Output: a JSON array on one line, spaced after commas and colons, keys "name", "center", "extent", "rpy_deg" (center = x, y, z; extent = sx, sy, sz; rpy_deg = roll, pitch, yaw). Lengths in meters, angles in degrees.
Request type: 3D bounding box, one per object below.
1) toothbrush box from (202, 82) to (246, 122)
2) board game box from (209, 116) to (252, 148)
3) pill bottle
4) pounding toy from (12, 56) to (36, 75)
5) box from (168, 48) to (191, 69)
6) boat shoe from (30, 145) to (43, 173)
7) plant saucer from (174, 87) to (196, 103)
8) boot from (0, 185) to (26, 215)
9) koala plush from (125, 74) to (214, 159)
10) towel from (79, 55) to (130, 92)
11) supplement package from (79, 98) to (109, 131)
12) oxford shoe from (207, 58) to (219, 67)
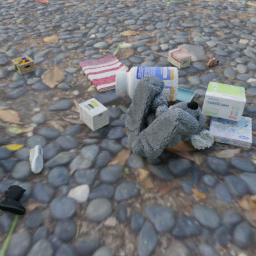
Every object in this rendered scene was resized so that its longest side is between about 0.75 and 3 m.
[{"name": "toothbrush box", "center": [4.005, -1.161, 11.695], "extent": [1.510, 0.893, 2.074], "rpy_deg": [13, 25, 15]}, {"name": "board game box", "center": [4.063, 0.022, 11.127], "extent": [1.565, 0.322, 1.561], "rpy_deg": [12, 42, 14]}, {"name": "pill bottle", "center": [0.820, -1.928, 12.224], "extent": [2.610, 1.463, 1.463], "rpy_deg": [2, 41, 6]}, {"name": "pounding toy", "center": [-5.557, -3.334, 14.686], "extent": [1.073, 0.763, 0.987], "rpy_deg": [-30, 49, -30]}, {"name": "box", "center": [2.813, -3.820, 15.360], "extent": [0.717, 0.611, 1.122], "rpy_deg": [-21, 45, -23]}, {"name": "boat shoe", "center": [-3.248, 1.137, 9.846], "extent": [0.386, 0.448, 1.244], "rpy_deg": [-26, 38, 10]}, {"name": "plant saucer", "center": [1.655, -1.749, 13.244], "extent": [2.912, 0.276, 1.018], "rpy_deg": [18, 44, 21]}, {"name": "boot", "center": [-3.415, 2.193, 8.607], "extent": [0.976, 0.361, 0.800], "rpy_deg": [8, 41, 15]}, {"name": "koala plush", "center": [1.647, -0.206, 10.250], "extent": [2.924, 2.687, 2.593], "rpy_deg": [-5, 47, -37]}, {"name": "towel", "center": [-1.091, -2.915, 14.545], "extent": [2.100, 0.332, 2.915], "rpy_deg": [-18, 44, -19]}, {"name": "supplement package", "center": [-1.402, -0.565, 11.471], "extent": [0.772, 0.766, 1.017], "rpy_deg": [-28, 48, -29]}, {"name": "oxford shoe", "center": [4.658, -3.556, 15.282], "extent": [0.351, 0.344, 0.964], "rpy_deg": [32, 50, 26]}]
